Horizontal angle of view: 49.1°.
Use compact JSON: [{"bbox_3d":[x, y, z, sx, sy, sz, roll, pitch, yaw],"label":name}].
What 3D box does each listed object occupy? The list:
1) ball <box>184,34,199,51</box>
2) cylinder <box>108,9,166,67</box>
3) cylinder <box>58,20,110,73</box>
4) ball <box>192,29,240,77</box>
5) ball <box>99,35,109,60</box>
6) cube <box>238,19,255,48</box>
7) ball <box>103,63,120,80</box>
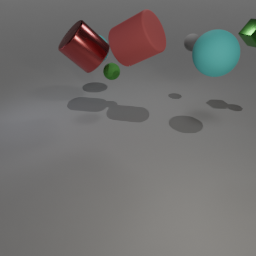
[{"bbox_3d":[2.647,-3.502,11.487,0.700,0.700,0.700,0,29,0],"label":"ball"},{"bbox_3d":[0.315,-2.919,9.210,1.400,1.400,1.400,-16,17,35],"label":"cylinder"},{"bbox_3d":[-1.655,-3.049,10.570,1.400,1.400,1.400,37,12,-31],"label":"cylinder"},{"bbox_3d":[2.677,-2.271,8.554,1.400,1.400,1.400,0,29,0],"label":"ball"},{"bbox_3d":[-1.599,-3.701,13.177,1.400,1.400,1.400,0,29,0],"label":"ball"},{"bbox_3d":[4.592,-3.406,10.085,0.700,0.700,0.700,35,9,-29],"label":"cube"},{"bbox_3d":[-0.676,-2.342,11.599,0.700,0.700,0.700,0,29,0],"label":"ball"}]
